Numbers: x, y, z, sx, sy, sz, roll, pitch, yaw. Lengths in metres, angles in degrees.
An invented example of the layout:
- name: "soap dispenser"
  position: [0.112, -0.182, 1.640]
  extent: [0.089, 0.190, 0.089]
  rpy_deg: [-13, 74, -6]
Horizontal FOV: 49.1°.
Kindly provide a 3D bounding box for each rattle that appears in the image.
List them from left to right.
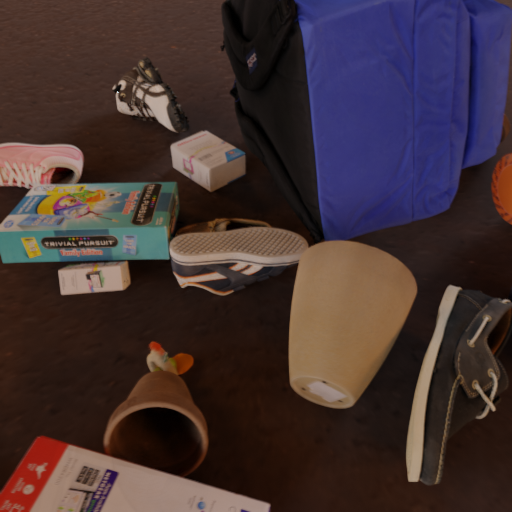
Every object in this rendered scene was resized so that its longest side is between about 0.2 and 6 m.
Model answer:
- name: "rattle"
  position: [-1.106, 1.370, 7.601]
  extent: [0.686, 0.961, 0.625]
  rpy_deg: [-17, 43, -23]

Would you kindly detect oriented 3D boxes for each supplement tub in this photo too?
- name: "supplement tub"
  position: [5.890, -1.386, 10.226]
  extent: [2.730, 1.673, 1.673]
  rpy_deg: [-8, 42, -10]

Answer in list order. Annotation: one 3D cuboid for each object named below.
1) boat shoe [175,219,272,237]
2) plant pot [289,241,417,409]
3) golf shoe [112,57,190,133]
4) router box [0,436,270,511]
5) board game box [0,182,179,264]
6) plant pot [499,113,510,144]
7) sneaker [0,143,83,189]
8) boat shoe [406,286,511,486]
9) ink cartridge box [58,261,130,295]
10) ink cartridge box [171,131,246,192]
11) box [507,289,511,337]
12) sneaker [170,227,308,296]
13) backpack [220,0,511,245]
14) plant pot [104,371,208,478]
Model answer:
- name: "boat shoe"
  position: [-0.549, -0.394, 9.768]
  extent: [1.791, 0.594, 0.663]
  rpy_deg: [-3, 68, -1]
- name: "plant pot"
  position: [1.154, 1.042, 7.653]
  extent: [1.732, 1.732, 1.850]
  rpy_deg: [13, 55, 15]
- name: "golf shoe"
  position: [-2.552, -3.568, 13.379]
  extent: [1.362, 1.121, 2.883]
  rpy_deg: [-31, 47, -4]
- name: "router box"
  position: [-1.606, 3.553, 5.277]
  extent: [2.800, 0.762, 3.119]
  rpy_deg: [11, 42, 12]
- name: "board game box"
  position: [-2.799, -0.650, 9.843]
  extent: [2.698, 0.633, 2.037]
  rpy_deg: [-2, 28, -2]
- name: "plant pot"
  position: [4.791, -2.589, 12.207]
  extent: [1.113, 1.113, 0.970]
  rpy_deg: [24, 65, 25]
- name: "sneaker"
  position: [-4.563, -1.693, 11.202]
  extent: [2.187, 0.823, 1.143]
  rpy_deg: [-9, 37, -16]
- name: "boat shoe"
  position: [2.680, 1.562, 7.243]
  extent: [1.083, 1.150, 3.204]
  rpy_deg: [15, 41, 24]
- name: "ink cartridge box"
  position: [-2.572, 0.340, 8.986]
  extent: [0.976, 0.410, 0.706]
  rpy_deg: [-4, 7, -4]
- name: "ink cartridge box"
  position: [-1.011, -2.014, 11.765]
  extent: [0.979, 0.573, 1.355]
  rpy_deg: [-30, 50, -30]
- name: "box"
  position: [4.451, 1.049, 8.130]
  extent: [1.246, 0.768, 1.236]
  rpy_deg: [2, 41, 2]
- name: "sneaker"
  position: [-0.273, 0.087, 9.158]
  extent: [2.206, 0.876, 0.865]
  rpy_deg: [-1, 38, -4]
- name: "backpack"
  position: [1.708, -3.254, 10.568]
  extent: [4.384, 4.245, 5.224]
  rpy_deg: [-14, 34, -13]
- name: "plant pot"
  position: [-1.213, 1.983, 6.919]
  extent: [1.203, 1.203, 1.049]
  rpy_deg: [-5, 24, -5]
